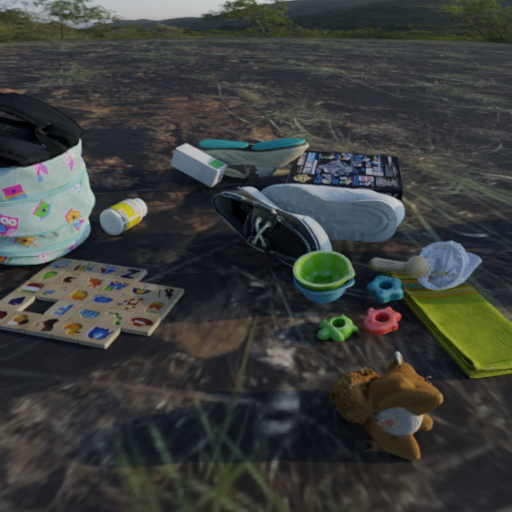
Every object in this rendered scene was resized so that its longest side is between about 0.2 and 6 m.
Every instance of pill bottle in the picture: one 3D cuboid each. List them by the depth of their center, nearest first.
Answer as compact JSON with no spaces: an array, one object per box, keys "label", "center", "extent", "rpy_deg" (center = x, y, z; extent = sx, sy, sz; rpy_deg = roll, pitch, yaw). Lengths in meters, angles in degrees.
[{"label":"pill bottle","center":[-2.582,-0.798,11.010],"extent":[0.526,0.526,0.935],"rpy_deg":[12,28,22]}]

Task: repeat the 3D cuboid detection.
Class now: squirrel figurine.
[{"label":"squirrel figurine","center":[1.410,1.485,6.184],"extent":[1.190,0.842,1.110],"rpy_deg":[10,22,13]}]

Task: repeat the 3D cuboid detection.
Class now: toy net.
[{"label":"toy net","center":[2.082,0.316,8.213],"extent":[2.947,0.569,1.546],"rpy_deg":[-14,34,-9]}]

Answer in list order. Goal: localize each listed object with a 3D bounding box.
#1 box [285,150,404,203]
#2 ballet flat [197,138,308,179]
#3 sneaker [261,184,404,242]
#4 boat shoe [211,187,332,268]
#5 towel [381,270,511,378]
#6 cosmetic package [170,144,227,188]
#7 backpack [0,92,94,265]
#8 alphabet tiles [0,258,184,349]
[{"label":"box","center":[2.027,-1.763,12.838],"extent":[2.494,0.624,2.512],"rpy_deg":[4,27,9]},{"label":"ballet flat","center":[-0.080,-2.340,13.536],"extent":[2.899,1.007,1.007],"rpy_deg":[6,26,26]},{"label":"sneaker","center":[1.347,-0.845,10.262],"extent":[2.640,1.009,1.063],"rpy_deg":[12,28,20]},{"label":"boat shoe","center":[0.174,-0.432,9.577],"extent":[0.816,0.906,2.563],"rpy_deg":[-8,31,-41]},{"label":"towel","center":[2.931,0.769,8.189],"extent":[1.211,0.254,2.814],"rpy_deg":[-6,27,-10]},{"label":"cosmetic package","center":[-1.347,-2.114,13.089],"extent":[1.141,0.484,0.614],"rpy_deg":[29,29,5]},{"label":"backpack","center":[-4.807,-1.356,9.957],"extent":[3.912,2.476,3.265],"rpy_deg":[8,36,14]},{"label":"alphabet tiles","center":[-2.524,0.662,8.588],"extent":[2.549,0.096,2.130],"rpy_deg":[8,27,14]}]
